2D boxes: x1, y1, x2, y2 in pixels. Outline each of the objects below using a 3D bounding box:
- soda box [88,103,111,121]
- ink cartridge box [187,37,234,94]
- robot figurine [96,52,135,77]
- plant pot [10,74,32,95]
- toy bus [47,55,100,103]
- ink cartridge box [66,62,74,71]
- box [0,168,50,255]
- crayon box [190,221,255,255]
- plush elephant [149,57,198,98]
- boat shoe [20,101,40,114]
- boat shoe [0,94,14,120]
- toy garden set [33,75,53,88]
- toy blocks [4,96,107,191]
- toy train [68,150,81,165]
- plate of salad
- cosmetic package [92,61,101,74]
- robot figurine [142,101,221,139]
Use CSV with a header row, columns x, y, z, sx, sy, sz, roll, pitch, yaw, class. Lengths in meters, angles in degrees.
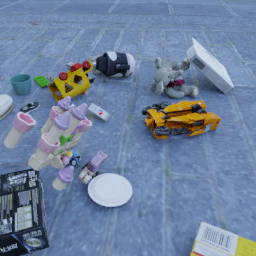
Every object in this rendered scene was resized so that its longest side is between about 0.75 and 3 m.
x,y,z,sx,sy,sz,roll,pitch,yaw,class
-1.061,-0.586,10.364,0.834,0.265,0.284,32,86,26,soda box
3.545,-2.779,12.350,2.325,0.506,2.018,35,31,-18,ink cartridge box
-0.565,-2.929,13.016,1.810,1.130,1.360,-3,59,-24,robot figurine
-4.526,-1.824,11.987,0.856,0.687,0.856,0,36,0,plant pot
-2.090,-1.869,11.484,2.291,1.184,2.162,-25,12,17,toy bus
-2.377,-2.607,13.099,1.146,0.624,0.288,28,48,32,ink cartridge box
-2.789,1.996,6.635,1.571,0.826,1.919,-11,38,-15,box
1.770,3.088,5.344,1.474,0.590,2.322,17,39,22,crayon box
1.713,-2.054,11.414,2.038,1.678,1.578,-8,-6,16,plush elephant
-3.835,-0.839,10.977,0.358,0.286,0.948,16,39,20,boat shoe
-5.400,-0.618,10.093,1.056,0.966,2.825,20,40,25,boat shoe
-3.749,-2.157,12.871,0.867,0.207,1.039,-23,41,-25,toy garden set
-1.433,0.142,7.164,2.215,1.865,2.070,41,17,5,toy blocks
-1.813,0.895,8.598,0.773,0.335,0.441,22,51,24,toy train
-0.481,1.681,7.540,1.190,0.286,1.190,6,34,-4,plate of salad
-1.358,-3.095,13.833,0.433,0.513,0.993,8,34,31,cosmetic package
1.783,-0.285,9.826,2.608,0.759,1.891,-10,37,-14,robot figurine
